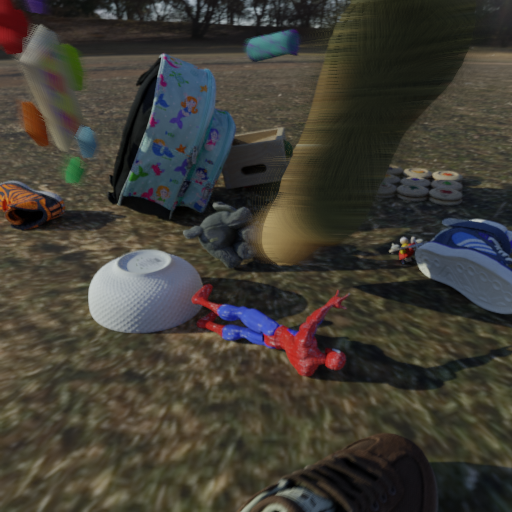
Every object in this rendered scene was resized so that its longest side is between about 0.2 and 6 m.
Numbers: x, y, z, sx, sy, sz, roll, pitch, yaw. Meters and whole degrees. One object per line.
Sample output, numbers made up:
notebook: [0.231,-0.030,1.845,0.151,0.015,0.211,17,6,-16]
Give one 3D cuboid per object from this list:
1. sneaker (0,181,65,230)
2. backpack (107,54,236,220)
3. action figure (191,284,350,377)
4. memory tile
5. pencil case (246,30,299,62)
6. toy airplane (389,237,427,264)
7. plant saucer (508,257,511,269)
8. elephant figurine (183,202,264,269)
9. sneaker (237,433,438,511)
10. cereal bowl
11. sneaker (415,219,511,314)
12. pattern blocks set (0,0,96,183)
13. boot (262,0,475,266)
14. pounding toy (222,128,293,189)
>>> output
sneaker: [-5.273,-1.103,12.212,1.930,0.749,1.081,7,25,15]
backpack: [-1.850,-2.695,12.609,2.482,3.297,2.927,10,23,-15]
action figure: [0.357,0.898,7.861,2.409,0.786,1.192,21,43,37]
memory tile: [3.739,-1.936,14.553,3.108,0.261,2.382,8,26,18]
pencil case: [0.397,-4.899,13.114,1.305,0.555,0.603,8,16,43]
toy airplane: [2.790,-0.175,10.286,0.606,0.603,0.428,22,39,-50]
plant saucer: [4.303,0.203,9.968,0.633,0.153,0.633,-27,26,-23]
elephant figurine: [-0.468,-0.461,10.716,1.191,1.305,1.683,-37,13,8]
sneaker: [0.553,2.265,4.375,1.221,1.309,3.466,18,31,33]
cereal bowl: [-1.767,0.424,8.946,1.855,0.772,1.855,-1,25,0]
sneaker: [4.015,-0.005,9.390,1.694,0.932,2.314,-26,27,-18]
pattern blocks set: [-3.612,-2.966,9.942,0.267,3.298,2.899,-5,31,4]
boot: [1.082,-1.503,7.570,1.300,3.444,3.932,32,-2,1]
pounding toy: [0.226,-2.333,14.424,2.051,1.458,1.888,-7,23,9]
